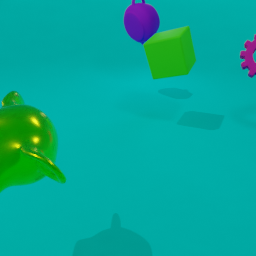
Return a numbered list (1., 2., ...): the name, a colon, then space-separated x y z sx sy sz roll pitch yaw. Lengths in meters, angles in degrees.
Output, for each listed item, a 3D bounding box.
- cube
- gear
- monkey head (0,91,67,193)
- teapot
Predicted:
1. cube: 1.113 -1.945 7.273 0.976 0.976 0.976 -3 31 29
2. gear: 3.300 -1.712 6.673 1.159 1.159 0.214 12 -3 22
3. monkey head: -1.332 0.062 2.974 1.022 1.220 1.696 -31 46 -14
4. teapot: 0.526 -3.396 9.107 0.989 2.019 1.255 -37 38 -24
